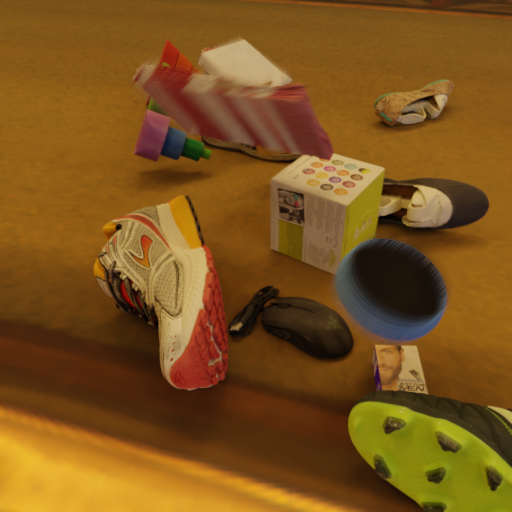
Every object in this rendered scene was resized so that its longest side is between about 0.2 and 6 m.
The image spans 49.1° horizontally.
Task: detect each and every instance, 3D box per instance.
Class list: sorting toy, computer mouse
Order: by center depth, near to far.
[{"bbox_3d":[0.496,0.797,7.021,1.532,0.404,1.061,19,40,24],"label":"computer mouse"},{"bbox_3d":[-1.481,-3.080,11.755,1.602,1.613,4.651,17,31,-17],"label":"sorting toy"}]

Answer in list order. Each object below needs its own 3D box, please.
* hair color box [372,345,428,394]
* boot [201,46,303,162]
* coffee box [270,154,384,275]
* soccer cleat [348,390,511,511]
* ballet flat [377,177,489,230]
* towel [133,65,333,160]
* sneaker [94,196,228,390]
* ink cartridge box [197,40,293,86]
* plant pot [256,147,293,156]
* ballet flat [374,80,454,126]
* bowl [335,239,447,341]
[{"bbox_3d":[1.610,1.422,6.282,0.501,0.297,0.916,1,35,3],"label":"hair color box"},{"bbox_3d":[0.034,-2.914,10.754,2.500,1.888,0.902,14,39,18],"label":"boot"},{"bbox_3d":[1.041,-0.677,8.290,1.229,1.243,1.241,23,43,27],"label":"coffee box"},{"bbox_3d":[2.462,1.899,5.171,3.208,1.083,1.300,15,25,15],"label":"soccer cleat"},{"bbox_3d":[2.273,-0.792,8.779,2.502,0.914,0.914,12,38,25],"label":"ballet flat"},{"bbox_3d":[-0.233,-1.789,7.045,2.238,1.612,0.255,16,81,23],"label":"towel"},{"bbox_3d":[-1.204,0.447,6.921,1.432,1.357,3.485,-14,29,-10],"label":"sneaker"},{"bbox_3d":[-0.150,-2.757,8.424,1.075,0.218,1.073,43,47,12],"label":"ink cartridge box"},{"bbox_3d":[0.350,-2.093,9.637,0.775,0.824,0.824,-16,36,7],"label":"plant pot"},{"bbox_3d":[3.633,-3.311,12.431,2.275,0.802,0.743,-21,67,-22],"label":"ballet flat"},{"bbox_3d":[1.403,0.305,5.764,1.162,0.228,1.162,7,52,-9],"label":"bowl"}]
